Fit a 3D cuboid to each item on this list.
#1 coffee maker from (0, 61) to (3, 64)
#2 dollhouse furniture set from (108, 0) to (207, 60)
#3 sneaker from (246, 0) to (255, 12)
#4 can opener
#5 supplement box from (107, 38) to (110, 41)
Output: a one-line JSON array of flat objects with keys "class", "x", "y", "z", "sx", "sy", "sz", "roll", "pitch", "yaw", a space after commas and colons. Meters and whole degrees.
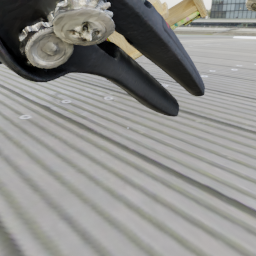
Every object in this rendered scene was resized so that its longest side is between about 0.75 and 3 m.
[{"class": "coffee maker", "x": -2.461, "y": -2.790, "z": 7.078, "sx": 1.773, "sy": 2.528, "sz": 2.632, "roll": 50, "pitch": 46, "yaw": 9}, {"class": "dollhouse furniture set", "x": 1.279, "y": -2.723, "z": 6.307, "sx": 2.911, "sy": 1.618, "sz": 2.575, "roll": -23, "pitch": 39, "yaw": 27}, {"class": "sneaker", "x": 2.736, "y": -3.325, "z": 5.717, "sx": 0.956, "sy": 1.220, "sz": 2.455, "roll": 4, "pitch": 3, "yaw": 25}, {"class": "can opener", "x": 0.000, "y": -0.709, "z": 2.399, "sx": 2.938, "sy": 0.931, "sz": 1.155, "roll": 18, "pitch": 45, "yaw": -50}, {"class": "supplement box", "x": -0.420, "y": -3.538, "z": 8.870, "sx": 2.379, "sy": 1.303, "sz": 1.295, "roll": -34, "pitch": -9, "yaw": -15}]
